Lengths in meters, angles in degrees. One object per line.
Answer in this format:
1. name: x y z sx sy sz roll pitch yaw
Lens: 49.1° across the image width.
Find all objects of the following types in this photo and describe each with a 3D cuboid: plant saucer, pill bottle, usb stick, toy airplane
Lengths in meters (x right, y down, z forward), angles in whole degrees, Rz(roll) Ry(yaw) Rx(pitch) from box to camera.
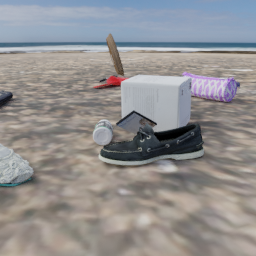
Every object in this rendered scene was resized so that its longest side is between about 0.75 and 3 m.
1. plant saucer: -0.437 -2.368 9.188 0.210 1.422 1.422 -20 20 -2
2. pill bottle: -0.634 0.088 7.263 0.481 0.481 0.850 0 17 -1
3. usb stick: -5.189 -1.070 10.944 0.653 0.384 2.355 -1 18 -1
4. toy airplane: -0.364 -2.490 15.007 2.960 0.544 2.960 0 18 0

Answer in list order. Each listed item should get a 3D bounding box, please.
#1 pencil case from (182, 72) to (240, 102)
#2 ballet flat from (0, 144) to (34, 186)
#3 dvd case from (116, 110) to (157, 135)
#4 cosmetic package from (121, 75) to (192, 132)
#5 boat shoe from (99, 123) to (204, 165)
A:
1. pencil case: 3.438 -1.794 12.076 2.422 1.035 1.016 16 50 44
2. ballet flat: -3.002 0.513 5.491 2.456 0.881 0.881 8 20 21
3. dvd case: 0.224 -0.100 7.097 0.891 0.636 0.078 26 41 -39
4. cosmetic package: 0.866 -0.750 8.270 1.726 1.424 1.423 8 21 23
5. boat shoe: 0.555 0.277 6.150 2.410 0.799 0.901 -2 17 -9
